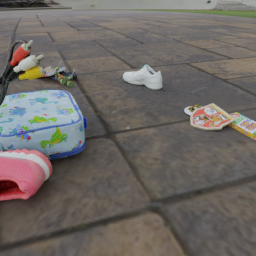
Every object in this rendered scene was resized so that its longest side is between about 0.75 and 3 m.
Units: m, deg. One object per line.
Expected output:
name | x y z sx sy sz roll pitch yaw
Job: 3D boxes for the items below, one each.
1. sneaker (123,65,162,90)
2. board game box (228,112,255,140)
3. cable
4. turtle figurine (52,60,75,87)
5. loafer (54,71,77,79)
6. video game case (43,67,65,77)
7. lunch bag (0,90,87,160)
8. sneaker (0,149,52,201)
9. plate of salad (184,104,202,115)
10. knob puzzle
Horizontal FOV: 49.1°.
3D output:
sneaker | 0.671 -2.428 12.665 2.093 0.926 0.788 20 35 33
board game box | 3.783 -0.080 9.040 0.725 0.227 1.517 -15 34 -23
cable | -2.906 -1.314 6.786 2.187 1.062 0.550 -31 9 13
turtle figurine | -2.858 -2.415 12.637 1.150 0.827 1.115 -34 49 -9
loafer | -3.002 -2.487 13.497 1.176 0.370 0.423 5 58 20
video game case | -3.802 -2.671 13.507 1.404 0.123 1.004 5 30 44
lunch bag | -2.480 -0.150 8.083 2.327 1.193 2.894 -12 30 -18
sneaker | -3.174 0.999 6.116 2.784 1.026 1.208 2 29 3
plate of salad | 2.507 -0.641 10.052 0.939 0.225 0.939 1 28 0
knob puzzle | 2.655 -0.365 9.273 1.440 0.200 1.440 -6 40 5
